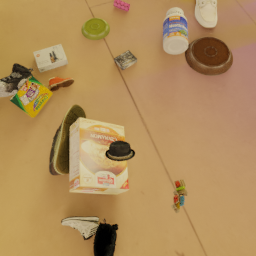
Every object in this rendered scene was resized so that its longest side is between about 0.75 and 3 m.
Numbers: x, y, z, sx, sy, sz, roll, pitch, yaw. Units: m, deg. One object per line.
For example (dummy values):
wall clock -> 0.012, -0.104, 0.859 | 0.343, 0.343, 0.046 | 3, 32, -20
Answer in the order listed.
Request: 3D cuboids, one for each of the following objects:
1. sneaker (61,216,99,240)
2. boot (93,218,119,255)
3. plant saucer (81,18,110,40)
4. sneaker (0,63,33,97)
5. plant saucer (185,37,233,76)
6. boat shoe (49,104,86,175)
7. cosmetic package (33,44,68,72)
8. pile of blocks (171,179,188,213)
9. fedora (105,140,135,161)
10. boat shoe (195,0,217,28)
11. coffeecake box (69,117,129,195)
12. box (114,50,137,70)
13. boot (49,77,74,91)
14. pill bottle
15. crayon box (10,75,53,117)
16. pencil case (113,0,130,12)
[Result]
sneaker -> -1.570, 3.274, 9.115 | 1.244, 0.469, 0.716 | -1, 63, -3
boot -> -0.725, 3.759, 8.250 | 0.731, 1.620, 1.976 | 11, 66, 4
plant saucer -> -1.516, -4.671, 13.048 | 1.347, 0.209, 1.347 | 0, 65, 0
sneaker -> -4.835, -1.976, 11.482 | 2.041, 0.770, 1.162 | -8, 64, -10
plant saucer -> 3.593, -3.253, 12.296 | 2.124, 0.366, 2.124 | 0, 66, 0
boat shoe -> -2.284, 0.394, 10.202 | 0.939, 1.021, 2.858 | -20, 48, 34
cosmetic package -> -3.370, -3.054, 12.216 | 1.274, 0.329, 0.961 | -20, 63, -9
pile of blocks -> 1.532, 2.023, 8.372 | 0.422, 0.320, 1.028 | -1, 72, 28
fedora -> -0.242, 0.644, 8.484 | 0.926, 0.423, 0.926 | -2, 25, 1
boat shoe -> 3.703, -6.019, 13.260 | 0.990, 0.969, 2.796 | -2, 65, -1
coffeecake box -> -1.003, 0.999, 9.549 | 1.796, 0.855, 2.340 | 12, 60, -32
box -> -0.098, -2.969, 12.238 | 0.823, 0.199, 0.652 | -34, 69, -15
boot -> -2.788, -1.963, 11.672 | 1.064, 0.399, 0.570 | -17, 60, -7
pill bottle -> 2.091, -4.335, 12.394 | 1.092, 1.092, 1.949 | 2, 65, 1
crayon box -> -3.766, -1.226, 10.982 | 1.088, 0.368, 1.261 | 42, 65, -27
pencil case -> -0.290, -5.970, 13.572 | 0.840, 0.381, 0.393 | 28, 78, 9
